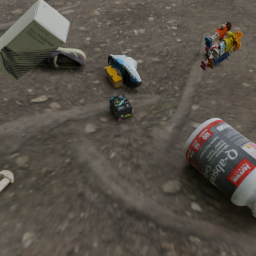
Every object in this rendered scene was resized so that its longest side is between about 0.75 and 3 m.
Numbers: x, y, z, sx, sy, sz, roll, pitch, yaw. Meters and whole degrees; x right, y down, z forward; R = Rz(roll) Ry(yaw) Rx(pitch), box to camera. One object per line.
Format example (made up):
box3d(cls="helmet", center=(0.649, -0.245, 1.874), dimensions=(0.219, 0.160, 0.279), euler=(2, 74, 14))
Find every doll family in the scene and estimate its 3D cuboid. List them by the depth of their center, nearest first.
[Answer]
box3d(cls="doll family", center=(2.210, -1.785, 6.414), dimensions=(0.834, 1.344, 0.605), euler=(-38, 68, -10))

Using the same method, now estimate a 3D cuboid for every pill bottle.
box3d(cls="pill bottle", center=(2.974, 1.080, 7.615), dimensions=(1.579, 1.579, 2.726), euler=(-27, 52, -24))
box3d(cls="pill bottle", center=(3.932, -3.435, 12.721), dimensions=(0.600, 0.600, 1.051), euler=(-5, 46, -5))

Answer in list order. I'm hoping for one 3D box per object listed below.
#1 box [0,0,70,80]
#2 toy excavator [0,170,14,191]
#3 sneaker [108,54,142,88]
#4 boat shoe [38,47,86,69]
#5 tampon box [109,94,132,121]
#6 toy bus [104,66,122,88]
box3d(cls="box", center=(-2.553, -2.132, 7.081), dimensions=(2.249, 0.924, 0.769), euler=(-23, 51, 36))
box3d(cls="toy excavator", center=(-4.023, 1.757, 7.689), dimensions=(1.417, 0.708, 1.377), euler=(9, 47, -9))
box3d(cls="sneaker", center=(0.071, -2.507, 11.690), dimensions=(0.998, 0.863, 2.303), euler=(-18, 48, -24))
box3d(cls="boat shoe", center=(-3.102, -3.010, 12.131), dimensions=(2.481, 0.892, 0.804), euler=(4, 41, -4))
box3d(cls="tampon box", center=(-0.265, -0.747, 10.163), dimensions=(0.587, 0.495, 0.784), euler=(-18, 48, -17))
box3d(cls="toy bus", center=(-0.616, -2.141, 11.582), dimensions=(0.347, 0.418, 1.067), euler=(-22, 49, -18))
